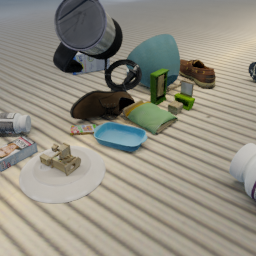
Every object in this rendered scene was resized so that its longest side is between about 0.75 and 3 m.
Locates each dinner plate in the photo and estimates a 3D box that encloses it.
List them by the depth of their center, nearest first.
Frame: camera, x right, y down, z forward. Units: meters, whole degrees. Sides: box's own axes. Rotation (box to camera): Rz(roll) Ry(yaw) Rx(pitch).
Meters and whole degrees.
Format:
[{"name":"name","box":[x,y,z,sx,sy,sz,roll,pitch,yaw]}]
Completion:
[{"name":"dinner plate","box":[-1.952,1.203,8.377,2.551,0.309,2.551,-1,32,1]}]

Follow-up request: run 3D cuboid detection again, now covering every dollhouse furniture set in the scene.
[{"name":"dollhouse furniture set","box":[-1.998,0.657,8.085,1.108,0.980,0.616,21,39,28]},{"name":"dollhouse furniture set","box":[1.243,-1.135,10.974,1.788,1.369,2.729,25,40,34]}]

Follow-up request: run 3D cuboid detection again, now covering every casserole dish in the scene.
[{"name":"casserole dish","box":[-0.271,0.321,9.652,1.905,0.370,1.154,13,35,18]}]

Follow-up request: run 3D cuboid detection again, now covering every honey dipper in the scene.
[{"name":"honey dipper","box":[2.339,-2.007,13.418,1.337,0.254,0.254,-30,43,-33]}]

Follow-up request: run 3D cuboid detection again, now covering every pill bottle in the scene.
[{"name":"pill bottle","box":[3.890,1.450,6.917,1.447,1.447,2.578,-20,38,-28]},{"name":"pill bottle","box":[-4.220,-0.173,10.069,1.292,0.752,0.752,2,33,0]}]

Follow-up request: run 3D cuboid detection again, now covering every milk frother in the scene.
[{"name":"milk frother","box":[-0.765,-2.535,9.011,2.666,2.406,2.508,21,11,6]}]

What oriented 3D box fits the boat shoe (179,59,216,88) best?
[{"name":"boat shoe","box":[3.460,-3.021,14.251,1.061,0.995,2.947,-13,35,-19]}]

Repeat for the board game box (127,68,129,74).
[{"name":"board game box","box":[0.263,-3.059,14.978,0.665,0.290,0.901,2,34,1]}]

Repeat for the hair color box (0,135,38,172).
[{"name":"hair color box","box":[-3.637,0.778,8.900,0.658,0.403,1.330,25,41,33]}]

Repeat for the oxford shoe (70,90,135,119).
[{"name":"oxford shoe","box":[-0.906,-0.886,10.951,2.760,1.003,1.165,-21,39,-29]}]

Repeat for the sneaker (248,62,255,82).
[{"name":"sneaker","box":[7.301,-2.546,13.700,2.759,1.071,1.191,28,33,23]}]

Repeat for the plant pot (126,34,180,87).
[{"name":"plant pot","box":[1.410,-2.818,13.013,2.557,2.557,1.722,-19,73,-27]}]

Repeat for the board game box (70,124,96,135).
[{"name":"board game box","box":[-1.587,0.066,10.272,1.023,0.153,0.489,-1,33,-7]}]

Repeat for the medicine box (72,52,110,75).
[{"name":"medicine box","box":[-2.379,-3.977,15.616,2.181,1.122,1.986,-16,36,-21]}]
